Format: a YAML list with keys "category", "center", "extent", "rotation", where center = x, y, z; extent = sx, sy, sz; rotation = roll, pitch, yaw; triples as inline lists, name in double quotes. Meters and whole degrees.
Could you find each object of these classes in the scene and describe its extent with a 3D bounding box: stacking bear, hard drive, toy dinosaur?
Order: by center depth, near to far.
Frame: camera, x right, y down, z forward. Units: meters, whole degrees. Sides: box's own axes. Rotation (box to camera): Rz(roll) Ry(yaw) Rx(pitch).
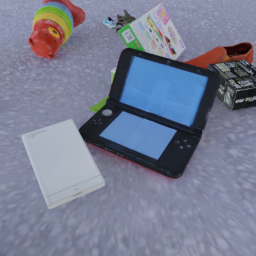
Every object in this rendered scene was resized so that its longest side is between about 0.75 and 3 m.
- category: "hard drive"
  center: [-1.396, 0.667, 5.908]
  extent: [1.181, 0.239, 1.790]
  rotation: [-20, 56, -21]
- category: "stacking bear"
  center: [-2.888, -3.770, 10.644]
  extent: [1.597, 1.706, 2.809]
  rotation: [-24, 41, 31]
- category: "toy dinosaur"
  center: [0.017, -4.619, 12.388]
  extent: [1.058, 0.796, 2.068]
  rotation: [8, 33, -9]

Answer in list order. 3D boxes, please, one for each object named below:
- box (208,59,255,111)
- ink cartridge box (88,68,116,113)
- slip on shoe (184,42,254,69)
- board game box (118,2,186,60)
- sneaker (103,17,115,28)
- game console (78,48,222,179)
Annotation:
- category: "box"
  center: [3.256, -1.309, 8.249]
  extent: [1.304, 0.686, 1.593]
  rotation: [-10, 40, -12]
- category: "ink cartridge box"
  center: [0.140, -1.051, 7.849]
  extent: [1.586, 0.813, 2.146]
  rotation: [25, 46, 26]
- category: "slip on shoe"
  center: [2.847, -2.227, 9.209]
  extent: [2.946, 0.901, 1.091]
  rotation: [-14, 44, -13]
- category: "board game box"
  center: [0.923, -2.916, 9.355]
  extent: [0.498, 1.891, 2.472]
  rotation: [-19, 22, 42]
- category: "sneaker"
  center: [-0.862, -4.935, 12.877]
  extent: [0.347, 0.398, 0.886]
  rotation: [-24, 45, -27]
- category: "game console"
  center: [0.452, -0.479, 6.484]
  extent: [2.645, 1.570, 2.280]
  rotation: [21, 43, 20]
